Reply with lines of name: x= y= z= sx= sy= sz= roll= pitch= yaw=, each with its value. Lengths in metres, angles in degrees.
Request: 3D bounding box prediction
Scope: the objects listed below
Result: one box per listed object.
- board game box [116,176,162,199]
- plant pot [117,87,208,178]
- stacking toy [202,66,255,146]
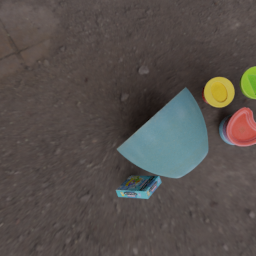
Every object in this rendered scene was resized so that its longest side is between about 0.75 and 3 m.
board game box: x=0.276 y=1.519 z=7.298 sx=0.963 sy=0.226 sz=0.727 roll=-8 pitch=19 yaw=39
plant pot: x=1.134 y=0.336 z=7.340 sx=2.411 sy=2.411 sz=1.624 roll=-42 pitch=88 yaw=-18
stacking toy: x=3.318 y=-0.660 z=8.212 sx=1.951 sy=0.910 sz=2.155 roll=-26 pitch=91 yaw=0
